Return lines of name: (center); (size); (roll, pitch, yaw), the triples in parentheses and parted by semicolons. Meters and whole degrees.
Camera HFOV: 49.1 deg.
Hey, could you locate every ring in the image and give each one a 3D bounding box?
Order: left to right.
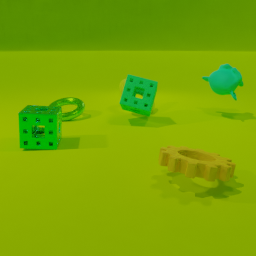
ring: (-1.997, -0.621, 9.012); (1.235, 0.247, 1.235); (-3, 35, 2)
ring: (0.323, -1.106, 9.633); (1.490, 0.298, 1.490); (31, 34, -23)

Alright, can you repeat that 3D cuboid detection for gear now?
gear: (1.161, 0.580, 4.810); (1.254, 0.232, 1.254); (9, 9, -1)

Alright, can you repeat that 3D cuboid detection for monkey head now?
monkey head: (3.134, -1.417, 8.892); (1.106, 0.927, 1.538); (28, 15, -43)

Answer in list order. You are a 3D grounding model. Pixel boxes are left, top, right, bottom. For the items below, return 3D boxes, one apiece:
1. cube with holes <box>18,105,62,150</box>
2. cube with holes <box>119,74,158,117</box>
cube with holes: (-2.011, -0.034, 6.531); (0.816, 0.816, 0.816); (2, 17, -7)
cube with holes: (0.332, -0.938, 8.305); (0.885, 0.885, 0.885); (15, -6, 6)
